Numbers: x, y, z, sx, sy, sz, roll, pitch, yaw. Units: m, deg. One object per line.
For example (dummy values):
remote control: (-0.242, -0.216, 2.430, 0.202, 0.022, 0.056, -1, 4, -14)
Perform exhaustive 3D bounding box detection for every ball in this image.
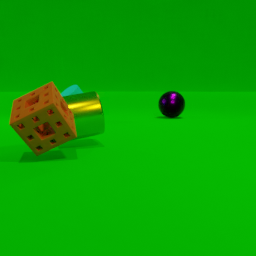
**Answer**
ball: (1.760, -0.953, 11.296, 1.092, 1.092, 1.092, 0, 8, 0)

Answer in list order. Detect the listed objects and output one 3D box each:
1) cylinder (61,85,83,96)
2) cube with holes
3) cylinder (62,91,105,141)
cylinder: (-1.914, -0.997, 10.028, 0.798, 0.798, 0.798, -25, 30, 16)
cube with holes: (-1.373, -0.157, 4.608, 0.735, 0.735, 0.735, -26, 37, 2)
cylinder: (-1.019, -0.234, 5.711, 0.906, 0.906, 0.906, -12, 11, -15)
